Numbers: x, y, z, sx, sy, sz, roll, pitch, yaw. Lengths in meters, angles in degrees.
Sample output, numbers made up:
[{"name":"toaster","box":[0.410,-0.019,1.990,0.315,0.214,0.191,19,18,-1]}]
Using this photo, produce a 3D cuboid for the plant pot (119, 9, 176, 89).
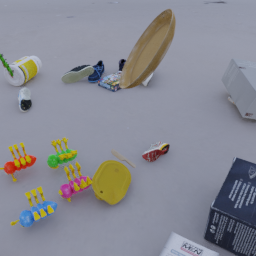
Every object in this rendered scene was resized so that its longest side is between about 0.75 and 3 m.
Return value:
[{"name":"plant pot","box":[0.463,-1.755,6.478,0.283,2.058,2.058,29,28,-19]}]

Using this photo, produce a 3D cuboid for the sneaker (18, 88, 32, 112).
[{"name":"sneaker","box":[-4.367,-1.125,11.755,0.514,0.518,1.430,31,28,-36]}]

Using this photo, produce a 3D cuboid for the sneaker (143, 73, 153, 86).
[{"name":"sneaker","box":[0.805,-2.936,13.847,0.915,0.843,2.287,26,33,-6]}]

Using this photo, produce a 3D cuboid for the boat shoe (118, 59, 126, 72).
[{"name":"boat shoe","box":[-0.142,-3.376,14.831,0.582,0.723,1.560,5,34,8]}]

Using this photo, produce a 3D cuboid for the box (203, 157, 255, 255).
[{"name":"box","box":[3.063,1.940,6.378,2.013,1.182,1.980,20,38,27]}]

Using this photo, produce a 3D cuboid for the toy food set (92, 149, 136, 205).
[{"name":"toy food set","box":[-0.455,1.460,7.807,0.984,0.546,1.672,30,40,1]}]

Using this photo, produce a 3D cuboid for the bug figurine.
[{"name":"bug figurine","box":[-2.217,1.379,7.623,2.253,0.747,2.905,-19,40,-22]}]

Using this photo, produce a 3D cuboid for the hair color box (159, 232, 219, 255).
[{"name":"hair color box","box":[0.851,3.077,5.175,1.029,0.630,2.079,18,38,25]}]

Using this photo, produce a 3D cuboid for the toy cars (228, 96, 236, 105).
[{"name":"toy cars","box":[4.693,-1.462,12.248,0.829,0.409,1.849,18,40,2]}]

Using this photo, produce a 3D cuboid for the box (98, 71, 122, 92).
[{"name":"box","box":[-0.531,-2.278,13.563,1.070,0.295,1.566,25,41,33]}]

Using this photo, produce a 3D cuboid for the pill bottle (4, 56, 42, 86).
[{"name":"pill bottle","box":[-5.088,-2.897,13.804,1.054,1.054,1.894,10,35,14]}]

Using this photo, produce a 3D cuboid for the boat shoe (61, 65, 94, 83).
[{"name":"boat shoe","box":[-2.492,-2.707,13.696,1.641,0.613,0.544,-25,44,1]}]

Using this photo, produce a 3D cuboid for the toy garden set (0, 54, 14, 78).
[{"name":"toy garden set","box":[-4.698,-2.411,10.961,0.188,0.785,0.941,-33,80,-21]}]

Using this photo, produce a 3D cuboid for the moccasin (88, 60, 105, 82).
[{"name":"moccasin","box":[-1.664,-2.921,14.226,0.744,0.631,1.849,3,34,5]}]

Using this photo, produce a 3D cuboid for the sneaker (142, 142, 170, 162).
[{"name":"sneaker","box":[0.837,0.740,8.962,1.106,0.430,0.454,-19,33,-41]}]

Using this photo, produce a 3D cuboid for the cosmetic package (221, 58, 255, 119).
[{"name":"cosmetic package","box":[4.997,-1.560,11.217,1.482,1.251,2.775,7,38,-13]}]
